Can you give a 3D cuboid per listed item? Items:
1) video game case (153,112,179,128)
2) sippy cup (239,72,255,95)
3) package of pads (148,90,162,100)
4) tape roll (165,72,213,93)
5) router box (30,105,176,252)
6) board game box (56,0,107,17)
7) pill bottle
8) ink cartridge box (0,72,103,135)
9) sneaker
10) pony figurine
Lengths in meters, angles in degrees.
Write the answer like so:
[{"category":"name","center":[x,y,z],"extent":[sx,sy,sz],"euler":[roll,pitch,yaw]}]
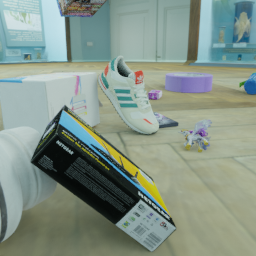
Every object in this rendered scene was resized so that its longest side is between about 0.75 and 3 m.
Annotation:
[{"category":"video game case","center":[0.825,-0.264,9.421],"extent":[1.096,0.146,1.535],"euler":[-7,17,-21]},{"category":"sippy cup","center":[6.675,-2.279,14.681],"extent":[1.089,1.167,1.486],"euler":[-28,-11,-38]},{"category":"package of pads","center":[1.313,-1.614,13.553],"extent":[0.549,0.345,0.912],"euler":[5,17,16]},{"category":"tape roll","center":[3.483,-2.658,16.144],"extent":[2.640,0.866,2.640],"euler":[0,18,0]},{"category":"router box","center":[-0.321,0.604,3.882],"extent":[1.935,0.494,1.443],"euler":[42,6,-18]},{"category":"board game box","center":[-1.584,-4.684,9.868],"extent":[1.335,0.811,1.674],"euler":[-15,0,-35]},{"category":"pill bottle","center":[-2.247,0.859,3.142],"extent":[1.568,1.568,2.833],"euler":[12,20,34]},{"category":"ink cartridge box","center":[-2.082,-0.743,8.268],"extent":[1.698,1.654,2.641],"euler":[6,18,25]},{"category":"sneaker","center":[0.154,-0.981,8.102],"extent":[0.884,1.173,2.510],"euler":[-23,71,-46]},{"category":"pony figurine","center":[1.745,0.230,7.067],"extent":[0.848,0.731,0.878],"euler":[-9,31,3]}]
